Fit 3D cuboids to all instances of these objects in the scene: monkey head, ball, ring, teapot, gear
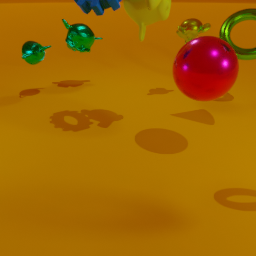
[{"bbox_3d":[-1.861,-3.402,10.585,1.685,1.015,1.212,17,3,-32],"label":"monkey head"},{"bbox_3d":[1.609,-1.229,5.877,1.341,1.341,1.341,0,27,0],"label":"ball"},{"bbox_3d":[3.894,-3.040,9.057,1.827,1.827,0.365,10,-12,20],"label":"ring"},{"bbox_3d":[0.329,-2.809,6.198,1.039,1.724,1.240,-5,26,27],"label":"monkey head"},{"bbox_3d":[-3.192,-2.622,9.679,0.646,0.820,1.319,2,32,29],"label":"teapot"},{"bbox_3d":[-0.473,-3.011,5.741,1.474,1.474,0.273,15,-13,27],"label":"gear"},{"bbox_3d":[2.079,-3.096,9.195,1.264,0.909,0.762,-13,2,-21],"label":"monkey head"}]
